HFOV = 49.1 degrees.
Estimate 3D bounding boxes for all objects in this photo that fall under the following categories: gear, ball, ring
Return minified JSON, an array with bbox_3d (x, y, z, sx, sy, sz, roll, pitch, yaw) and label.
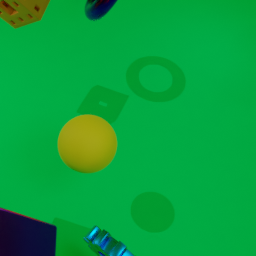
[{"bbox_3d":[-0.160,2.250,4.772,1.388,1.388,0.257,34,60,19],"label":"gear"},{"bbox_3d":[-0.699,0.277,4.878,1.016,1.016,1.016,0,59,0],"label":"ball"},{"bbox_3d":[-0.470,-3.600,7.013,0.396,1.981,1.981,27,55,-28],"label":"ring"}]

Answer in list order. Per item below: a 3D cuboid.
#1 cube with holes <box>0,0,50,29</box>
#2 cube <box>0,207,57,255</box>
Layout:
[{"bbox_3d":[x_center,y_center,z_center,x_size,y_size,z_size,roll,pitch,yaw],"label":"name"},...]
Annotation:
[{"bbox_3d":[-2.407,-3.010,6.075,1.053,1.053,1.053,4,68,39],"label":"cube with holes"},{"bbox_3d":[-1.640,1.691,3.133,1.161,1.161,1.161,-31,44,23],"label":"cube"}]
